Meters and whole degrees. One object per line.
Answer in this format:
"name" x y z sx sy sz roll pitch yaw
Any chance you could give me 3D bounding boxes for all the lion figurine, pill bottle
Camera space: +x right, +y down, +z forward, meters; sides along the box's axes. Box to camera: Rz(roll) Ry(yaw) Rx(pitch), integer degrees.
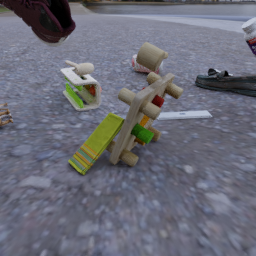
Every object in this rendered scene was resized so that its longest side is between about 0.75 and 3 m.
"lion figurine" -3.608 -0.285 7.524 0.884 0.523 1.444 -19 17 -19
"pill bottle" 3.889 -2.657 8.353 0.647 1.162 0.647 -36 19 14

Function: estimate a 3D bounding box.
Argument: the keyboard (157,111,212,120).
"keyboard" 1.588 -0.371 8.072 1.598 0.085 0.450 -3 21 -6

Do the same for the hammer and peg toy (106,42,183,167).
"hammer and peg toy" 0.461 -0.508 5.762 0.863 2.449 1.801 32 35 14

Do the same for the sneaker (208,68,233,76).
"sneaker" 3.764 -2.075 11.266 0.657 0.431 1.141 -4 33 -28

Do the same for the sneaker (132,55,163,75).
"sneaker" 0.755 -2.710 12.035 1.076 0.775 2.058 -3 20 -13

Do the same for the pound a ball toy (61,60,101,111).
"pound a ball toy" -1.425 -1.519 8.822 0.949 1.457 2.234 -12 28 -23

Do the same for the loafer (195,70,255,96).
"loafer" 3.666 -1.766 10.086 2.484 0.781 0.892 16 30 29

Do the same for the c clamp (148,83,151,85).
"c clamp" 1.083 -1.805 10.948 0.899 0.143 1.053 11 26 10

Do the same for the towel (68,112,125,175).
"towel" -0.645 0.276 5.758 0.601 0.126 1.395 28 75 44

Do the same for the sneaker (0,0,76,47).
"sneaker" -2.076 -2.850 5.612 1.556 2.694 1.019 10 67 59
